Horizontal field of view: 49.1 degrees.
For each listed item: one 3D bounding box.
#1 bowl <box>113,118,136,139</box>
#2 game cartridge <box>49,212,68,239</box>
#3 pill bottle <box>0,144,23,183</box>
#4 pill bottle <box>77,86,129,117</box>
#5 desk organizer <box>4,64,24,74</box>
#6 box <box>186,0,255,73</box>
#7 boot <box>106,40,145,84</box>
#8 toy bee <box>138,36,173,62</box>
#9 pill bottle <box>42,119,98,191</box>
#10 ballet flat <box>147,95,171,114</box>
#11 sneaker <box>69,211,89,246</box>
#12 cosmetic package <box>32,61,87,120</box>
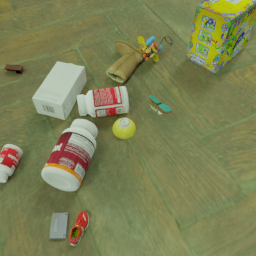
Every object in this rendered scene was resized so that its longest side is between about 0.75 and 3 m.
[{"bbox_3d":[-0.152,-0.094,11.318,0.966,0.520,0.966,0,52,-1],"label":"bowl"},{"bbox_3d":[-2.229,3.149,9.037,0.533,0.158,0.823,-4,52,2],"label":"game cartridge"},{"bbox_3d":[-4.396,1.280,10.125,0.711,0.711,1.266,8,54,7],"label":"pill bottle"},{"bbox_3d":[-1.035,-1.064,11.674,2.034,1.142,1.142,-8,52,-6],"label":"pill bottle"},{"bbox_3d":[-5.531,-2.854,13.609,0.835,0.299,0.321,6,55,4],"label":"desk organizer"},{"bbox_3d":[4.608,-4.781,13.463,1.815,2.866,2.976,37,60,26],"label":"box"},{"bbox_3d":[-0.388,-3.299,13.705,1.882,0.711,2.149,27,58,20],"label":"boot"},{"bbox_3d":[1.029,-3.877,13.626,1.470,2.246,1.221,42,83,-4],"label":"toy bee"},{"bbox_3d":[-1.959,0.898,10.011,1.364,1.364,2.415,12,52,9],"label":"pill bottle"},{"bbox_3d":[1.121,-0.761,10.322,0.390,0.415,1.149,-21,49,-40],"label":"ballet flat"},{"bbox_3d":[-1.538,3.126,8.835,0.429,0.473,1.113,11,53,8],"label":"sneaker"},{"bbox_3d":[-2.910,-1.705,12.272,1.408,1.012,2.495,15,52,11],"label":"cosmetic package"}]
